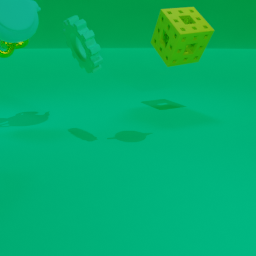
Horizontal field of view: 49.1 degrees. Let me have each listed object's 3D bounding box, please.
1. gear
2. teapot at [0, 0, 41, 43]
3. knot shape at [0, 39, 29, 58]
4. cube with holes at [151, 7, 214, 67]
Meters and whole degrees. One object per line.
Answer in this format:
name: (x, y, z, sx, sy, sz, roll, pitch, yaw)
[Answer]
gear: (-0.946, -1.705, 5.812, 0.216, 1.166, 1.166, -33, 30, -20)
teapot: (-2.827, -2.677, 6.775, 2.049, 1.274, 1.003, -42, 19, -32)
knot shape: (-3.168, -2.509, 7.566, 0.548, 1.109, 1.185, 35, 28, 5)
cube with holes: (1.732, -3.000, 9.222, 1.279, 1.279, 1.279, -14, 59, -22)
